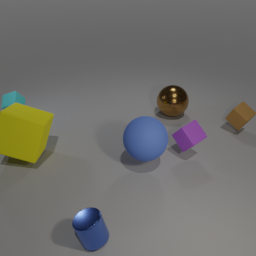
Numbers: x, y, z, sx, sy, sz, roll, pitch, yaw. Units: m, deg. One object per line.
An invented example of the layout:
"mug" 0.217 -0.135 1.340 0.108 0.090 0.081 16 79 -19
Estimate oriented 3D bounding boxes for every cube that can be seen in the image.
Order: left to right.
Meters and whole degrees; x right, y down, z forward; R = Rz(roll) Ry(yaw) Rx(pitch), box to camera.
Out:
"cube" -5.099 -1.113 12.492 0.700 0.700 0.700 -15 63 15
"cube" -3.445 0.125 9.336 1.400 1.400 1.400 17 15 -8
"cube" 2.047 0.262 9.357 0.700 0.700 0.700 -28 80 -30
"cube" 4.416 -0.476 10.982 0.700 0.700 0.700 -32 71 -30

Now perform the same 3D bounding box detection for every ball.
"ball" 0.541 0.330 8.682 1.400 1.400 1.400 0 29 0
"ball" 1.967 -1.187 12.342 1.400 1.400 1.400 0 29 0

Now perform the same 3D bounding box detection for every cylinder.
"cylinder" -0.868 2.368 6.595 0.700 0.700 0.700 -14 27 7
